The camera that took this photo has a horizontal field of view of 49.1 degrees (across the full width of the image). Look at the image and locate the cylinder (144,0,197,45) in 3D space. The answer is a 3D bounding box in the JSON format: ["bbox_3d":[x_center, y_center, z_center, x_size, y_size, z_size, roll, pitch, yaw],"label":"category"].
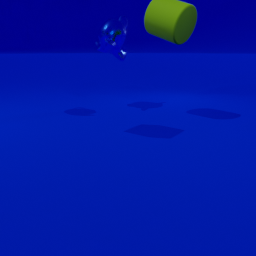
[{"bbox_3d":[1.269,-3.219,8.365,1.141,1.141,1.141,34,33,31],"label":"cylinder"}]

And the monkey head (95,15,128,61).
[{"bbox_3d":[-0.423,-3.093,9.839,1.150,1.373,1.909,-37,23,45],"label":"monkey head"}]
